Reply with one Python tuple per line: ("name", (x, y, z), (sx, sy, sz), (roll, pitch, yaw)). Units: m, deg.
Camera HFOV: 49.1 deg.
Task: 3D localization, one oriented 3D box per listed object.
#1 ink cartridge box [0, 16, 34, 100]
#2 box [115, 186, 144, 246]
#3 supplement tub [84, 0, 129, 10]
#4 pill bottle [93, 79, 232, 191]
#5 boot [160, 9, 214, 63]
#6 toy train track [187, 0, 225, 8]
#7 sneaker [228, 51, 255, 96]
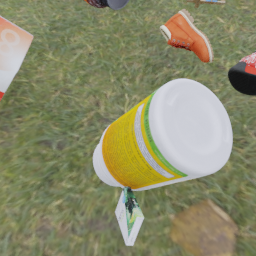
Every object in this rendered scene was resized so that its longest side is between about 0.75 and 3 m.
("ink cartridge box", (-3.840, -1.553, 6.594), (2.216, 0.685, 2.733), (26, 77, -31))
("box", (0.007, 1.443, 4.667), (0.146, 0.578, 0.802), (10, 20, -22))
("supplement tub", (-1.012, -4.145, 7.509), (1.357, 1.357, 2.537), (-37, 63, -20))
("pill bottle", (0.382, 0.346, 5.272), (1.534, 2.762, 1.534), (11, 67, -27))
("boot", (1.322, -1.934, 6.336), (0.767, 0.537, 1.430), (-31, 73, -3))
("toy train track", (2.519, -4.138, 9.042), (1.197, 0.687, 0.195), (8, 83, 7))
("sneaker", (3.163, -0.984, 4.941), (1.383, 0.861, 2.580), (-37, 34, -8))
